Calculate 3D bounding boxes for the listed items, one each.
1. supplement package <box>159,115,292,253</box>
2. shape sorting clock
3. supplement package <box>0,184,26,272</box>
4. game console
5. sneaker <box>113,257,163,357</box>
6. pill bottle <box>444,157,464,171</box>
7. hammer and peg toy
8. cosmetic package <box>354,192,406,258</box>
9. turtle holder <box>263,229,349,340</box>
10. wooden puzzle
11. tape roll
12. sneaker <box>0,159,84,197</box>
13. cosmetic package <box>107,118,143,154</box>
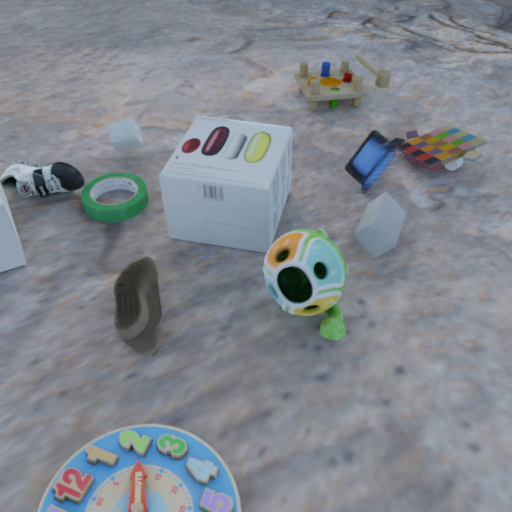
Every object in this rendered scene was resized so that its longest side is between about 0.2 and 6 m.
[{"bbox_3d":[-0.478,-1.417,10.748,2.011,1.547,2.103,9,45,10],"label":"supplement package"},{"bbox_3d":[-1.380,3.084,6.621,2.413,0.473,2.413,0,43,0],"label":"shape sorting clock"},{"bbox_3d":[-5.383,-0.630,9.968,1.870,1.438,1.956,-19,46,-19],"label":"supplement package"},{"bbox_3d":[2.322,-1.941,11.520,0.908,1.063,0.629,46,27,21],"label":"game console"},{"bbox_3d":[-1.856,0.810,9.001,0.689,0.739,1.957,-19,33,9],"label":"sneaker"},{"bbox_3d":[4.437,-2.223,12.476,0.425,0.425,0.779,20,46,20],"label":"pill bottle"},{"bbox_3d":[2.258,-4.564,14.784,2.281,0.805,1.678,-8,41,-9],"label":"hammer and peg toy"},{"bbox_3d":[2.317,-0.587,10.396,0.634,0.536,1.188,46,44,-10],"label":"cosmetic package"},{"bbox_3d":[0.756,0.466,8.854,1.295,1.704,1.210,0,14,16],"label":"turtle holder"},{"bbox_3d":[4.061,-2.422,12.417,1.388,0.164,2.341,-24,32,-6],"label":"wooden puzzle"},{"bbox_3d":[-2.879,-1.214,11.455,1.313,0.316,1.313,0,42,0],"label":"tape roll"},{"bbox_3d":[-4.442,-1.489,11.529,1.872,0.694,0.828,5,42,20],"label":"sneaker"},{"bbox_3d":[-2.950,-2.708,12.647,0.597,0.497,0.500,-18,71,3],"label":"cosmetic package"}]
